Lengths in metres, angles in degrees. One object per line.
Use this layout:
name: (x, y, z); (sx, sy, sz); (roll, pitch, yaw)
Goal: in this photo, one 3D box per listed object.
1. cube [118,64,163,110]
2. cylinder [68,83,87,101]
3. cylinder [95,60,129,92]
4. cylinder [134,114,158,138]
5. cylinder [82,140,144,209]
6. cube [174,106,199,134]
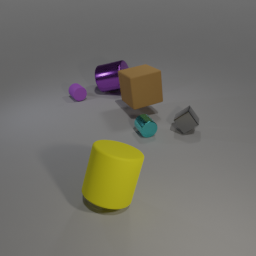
cube: (0.530, -1.795, 12.017); (1.400, 1.400, 1.400); (-17, 28, -17)
cylinder: (-2.471, -1.764, 13.731); (0.700, 0.700, 0.700); (-17, 32, -26)
cylinder: (-0.751, -2.604, 14.184); (1.400, 1.400, 1.400); (-7, 26, 23)
cylinder: (0.691, -0.092, 10.906); (0.700, 0.700, 0.700); (-11, 32, -18)
cylinder: (-0.412, 1.201, 7.502); (1.400, 1.400, 1.400); (14, 13, -3)
cube: (2.299, -0.322, 10.957); (0.700, 0.700, 0.700); (-33, 11, 26)
